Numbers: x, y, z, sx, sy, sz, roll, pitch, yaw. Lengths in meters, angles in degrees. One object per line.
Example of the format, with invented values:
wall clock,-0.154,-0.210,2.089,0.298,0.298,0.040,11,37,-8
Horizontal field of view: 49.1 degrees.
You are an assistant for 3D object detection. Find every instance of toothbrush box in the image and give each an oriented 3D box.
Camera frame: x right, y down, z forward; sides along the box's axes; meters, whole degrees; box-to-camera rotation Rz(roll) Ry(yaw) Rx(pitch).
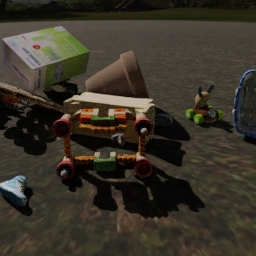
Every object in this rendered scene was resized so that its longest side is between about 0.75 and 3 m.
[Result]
toothbrush box,-3.273,-2.884,11.362,2.767,1.191,2.015,-31,66,-37

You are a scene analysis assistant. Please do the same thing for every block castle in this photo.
block castle,-0.551,0.404,6.528,2.232,1.491,1.047,-1,20,-2

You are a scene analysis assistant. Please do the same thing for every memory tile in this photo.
memory tile,-3.555,-1.126,9.569,2.160,0.237,2.818,23,3,36

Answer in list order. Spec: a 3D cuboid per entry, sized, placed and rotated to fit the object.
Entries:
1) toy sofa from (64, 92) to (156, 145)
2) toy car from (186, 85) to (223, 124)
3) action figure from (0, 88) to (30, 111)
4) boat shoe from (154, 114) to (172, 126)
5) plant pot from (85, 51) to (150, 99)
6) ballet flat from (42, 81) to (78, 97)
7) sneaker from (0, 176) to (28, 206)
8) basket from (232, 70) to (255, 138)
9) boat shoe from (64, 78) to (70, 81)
toy sofa,-0.512,-0.309,8.435,2.629,1.089,1.283,8,22,16
toy car,2.603,-0.847,9.404,0.984,1.198,0.945,-11,28,-22
action figure,-4.722,-1.057,10.111,1.829,0.989,1.891,-4,-3,5
boat shoe,0.817,-0.170,8.992,1.146,0.428,0.531,1,31,21
plant pot,-0.393,-1.365,9.875,1.919,2.200,2.200,-19,27,1
ballet flat,-3.103,-1.802,11.783,2.198,0.747,0.752,14,10,28
sneaker,-2.291,1.287,5.971,0.889,0.354,0.580,19,33,33
basket,3.924,-0.593,7.932,1.724,2.185,2.478,7,8,11
boat shoe,-3.279,-2.865,13.469,0.468,1.423,0.508,-23,1,17
